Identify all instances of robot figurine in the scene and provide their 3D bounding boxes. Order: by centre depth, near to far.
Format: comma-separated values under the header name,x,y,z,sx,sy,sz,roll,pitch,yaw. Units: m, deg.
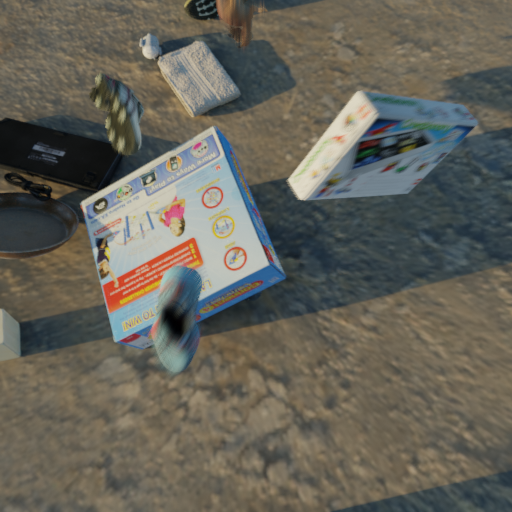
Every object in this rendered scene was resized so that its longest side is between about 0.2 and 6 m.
name,x,y,z,sx,sy,sz,roll,pitch,yaw
robot figurine,-2.701,-5.348,14.343,0.609,0.405,0.718,12,58,-32

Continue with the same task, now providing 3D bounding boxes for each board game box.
name,x,y,z,sx,sy,sz,roll,pitch,yaw
board game box,2.262,-1.824,9.721,3.115,1.966,0.539,-8,59,-42
board game box,-1.520,-0.347,10.852,3.275,0.915,3.207,-27,64,12

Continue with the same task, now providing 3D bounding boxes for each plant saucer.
name,x,y,z,sx,sy,sz,roll,pitch,yaw
plant saucer,-4.873,-0.592,11.398,2.413,0.387,2.413,9,31,-5

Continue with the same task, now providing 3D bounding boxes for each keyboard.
name,x,y,z,sx,sy,sz,roll,pitch,yaw
keyboard,-4.805,-2.069,12.696,3.188,0.409,1.914,15,57,8

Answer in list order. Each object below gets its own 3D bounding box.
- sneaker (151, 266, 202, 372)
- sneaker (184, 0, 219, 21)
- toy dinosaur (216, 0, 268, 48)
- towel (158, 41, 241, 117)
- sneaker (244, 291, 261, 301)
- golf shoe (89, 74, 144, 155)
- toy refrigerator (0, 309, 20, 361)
name,x,y,z,sx,sy,sz,roll,pitch,yaw
sneaker,-1.250,1.108,8.261,0.752,1.895,0.905,6,34,1
sneaker,-1.216,-7.092,15.159,2.121,0.816,0.940,-41,54,-23
toy dinosaur,-0.475,-5.245,12.203,1.032,1.522,0.653,-50,34,20
towel,-1.455,-4.441,13.907,1.395,0.363,2.105,-29,67,-13
sneaker,-0.454,-0.050,11.426,0.913,0.821,2.115,-31,69,-22
golf shoe,-2.596,-2.857,11.270,0.912,0.799,2.071,2,52,-44
toy refrigerator,-5.727,1.652,10.508,2.261,0.858,0.791,-11,63,-5
